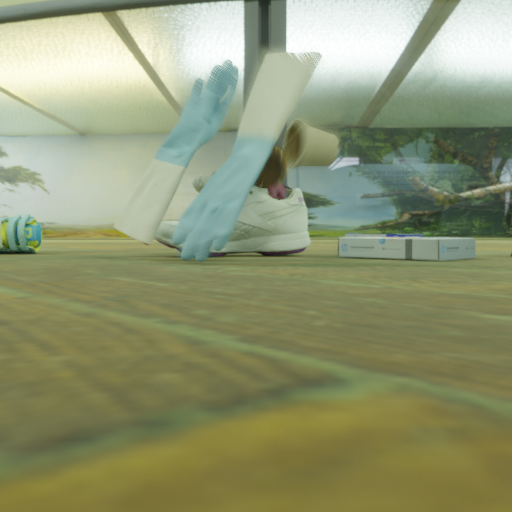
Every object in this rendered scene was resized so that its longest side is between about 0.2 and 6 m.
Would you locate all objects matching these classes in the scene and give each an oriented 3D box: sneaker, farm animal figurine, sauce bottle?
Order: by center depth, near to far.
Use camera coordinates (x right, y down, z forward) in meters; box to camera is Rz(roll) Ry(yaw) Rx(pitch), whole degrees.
[{"bbox_3d":[0.211,-1.570,9.750,0.728,0.728,2.205,0,9,5],"label":"sauce bottle"},{"bbox_3d":[-0.487,-0.764,11.233,3.142,1.565,1.176,-2,7,-10],"label":"sneaker"},{"bbox_3d":[-5.613,-0.503,11.934,1.645,1.002,2.520,-1,3,17],"label":"sneaker"},{"bbox_3d":[-0.290,-1.675,12.487,1.864,0.983,1.884,-7,-6,14],"label":"farm animal figurine"}]

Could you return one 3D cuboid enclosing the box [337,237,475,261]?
[{"bbox_3d":[2.793,-0.148,10.426,2.010,0.414,1.567,1,2,43],"label":"box"}]

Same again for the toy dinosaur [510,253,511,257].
[{"bbox_3d":[5.682,-0.190,10.750,1.313,0.756,2.596,18,18,25],"label":"toy dinosaur"}]

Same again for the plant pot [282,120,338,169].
[{"bbox_3d":[1.197,-2.313,11.978,0.937,1.024,1.024,6,0,-24],"label":"plant pot"}]

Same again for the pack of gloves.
[{"bbox_3d":[-0.635,-1.627,9.465,0.731,3.707,3.114,32,-7,-40],"label":"pack of gloves"}]

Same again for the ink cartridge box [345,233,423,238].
[{"bbox_3d":[3.014,-0.308,13.462,0.978,0.460,2.080,0,2,-16],"label":"ink cartridge box"}]
